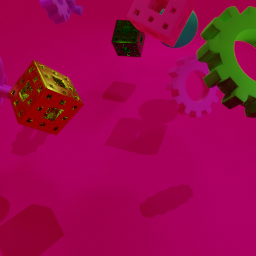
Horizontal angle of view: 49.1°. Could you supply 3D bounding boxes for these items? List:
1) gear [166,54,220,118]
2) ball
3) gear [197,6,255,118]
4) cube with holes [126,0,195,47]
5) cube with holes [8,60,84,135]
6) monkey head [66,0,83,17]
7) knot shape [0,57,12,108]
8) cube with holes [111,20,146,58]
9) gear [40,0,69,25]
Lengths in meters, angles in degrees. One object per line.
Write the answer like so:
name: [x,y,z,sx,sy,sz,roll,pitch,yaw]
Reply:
gear: [1.458,-0.915,6.184,1.346,1.346,0.249,-23,12,-26]
ball: [1.577,-3.316,9.150,1.375,1.375,1.375,0,38,0]
gear: [1.857,-1.001,4.193,1.673,0.309,1.673,5,73,-17]
cube with holes: [0.967,-3.299,7.932,1.300,1.300,1.300,30,11,11]
cube with holes: [-1.607,-0.569,5.471,0.896,0.896,0.896,23,27,-51]
monkey head: [-2.045,-4.343,9.862,0.975,1.355,0.817,6,-5,-18]
knot shape: [-2.923,-1.095,6.016,0.648,1.313,1.403,-33,17,-23]
cube with holes: [0.038,-3.293,10.357,0.939,0.939,0.939,8,74,15]
gear: [-2.168,-3.861,7.857,0.326,1.763,1.763,-14,38,8]
